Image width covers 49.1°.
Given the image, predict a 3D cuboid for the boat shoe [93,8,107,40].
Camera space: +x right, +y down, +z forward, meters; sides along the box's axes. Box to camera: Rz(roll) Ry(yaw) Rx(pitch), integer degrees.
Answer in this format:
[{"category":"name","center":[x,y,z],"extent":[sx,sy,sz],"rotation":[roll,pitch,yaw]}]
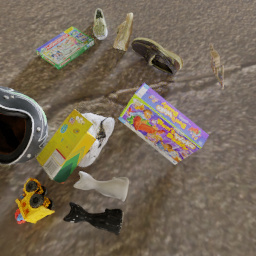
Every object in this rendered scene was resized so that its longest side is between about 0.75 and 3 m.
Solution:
[{"category":"boat shoe","center":[-1.471,-5.276,14.180],"extent":[0.697,0.601,1.937],"rotation":[-9,57,-6]}]

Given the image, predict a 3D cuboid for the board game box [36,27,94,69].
[{"category":"board game box","center":[-2.982,-3.888,13.430],"extent":[1.558,0.337,2.315],"rotation":[36,64,20]}]

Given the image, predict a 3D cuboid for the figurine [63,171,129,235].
[{"category":"figurine","center":[-0.954,2.260,8.779],"extent":[1.734,0.765,1.777],"rotation":[13,54,-2]}]

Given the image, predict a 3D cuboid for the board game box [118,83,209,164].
[{"category":"board game box","center":[1.106,-0.058,9.520],"extent":[2.672,1.796,0.598],"rotation":[39,58,1]}]

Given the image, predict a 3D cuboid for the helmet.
[{"category":"helmet","center":[-4.031,-0.041,9.584],"extent":[2.507,2.629,2.629],"rotation":[36,52,-30]}]

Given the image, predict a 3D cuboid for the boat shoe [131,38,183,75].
[{"category":"boat shoe","center":[1.181,-3.242,12.629],"extent":[2.624,0.960,0.850],"rotation":[28,56,17]}]

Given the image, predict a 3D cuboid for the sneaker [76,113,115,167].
[{"category":"sneaker","center":[-1.545,0.342,10.346],"extent":[1.329,0.869,2.313],"rotation":[22,54,14]}]

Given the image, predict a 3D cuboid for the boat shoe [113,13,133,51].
[{"category":"boat shoe","center":[-0.207,-4.794,13.753],"extent":[0.763,0.848,2.350],"rotation":[8,62,4]}]

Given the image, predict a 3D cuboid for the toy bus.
[{"category":"toy bus","center":[-3.175,2.439,9.041],"extent":[1.219,0.862,1.270],"rotation":[-35,60,-3]}]

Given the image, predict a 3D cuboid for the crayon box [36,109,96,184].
[{"category":"crayon box","center":[-2.029,0.589,9.576],"extent":[2.236,0.568,1.420],"rotation":[-53,46,-1]}]

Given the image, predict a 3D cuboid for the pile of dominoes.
[{"category":"pile of dominoes","center":[3.456,-2.435,11.200],"extent":[0.258,1.618,1.261],"rotation":[-20,57,6]}]
